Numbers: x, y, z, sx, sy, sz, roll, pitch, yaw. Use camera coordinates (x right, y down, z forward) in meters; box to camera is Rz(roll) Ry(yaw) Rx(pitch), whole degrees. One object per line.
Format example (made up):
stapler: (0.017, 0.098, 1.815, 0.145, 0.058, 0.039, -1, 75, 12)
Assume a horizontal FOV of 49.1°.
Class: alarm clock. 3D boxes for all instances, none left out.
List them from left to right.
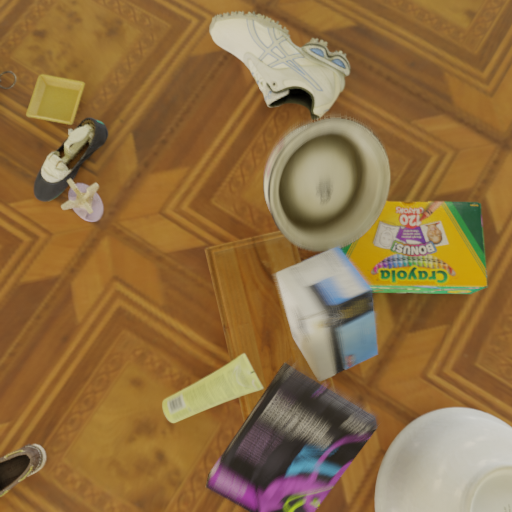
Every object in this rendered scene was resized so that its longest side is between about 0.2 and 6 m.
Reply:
alarm clock: (-5.868, -3.526, 11.484, 1.921, 0.639, 1.296, -5, 76, 1)

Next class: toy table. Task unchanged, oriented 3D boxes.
toy table: (-3.398, -1.106, 10.963, 0.875, 0.512, 0.804, 42, 80, 8)

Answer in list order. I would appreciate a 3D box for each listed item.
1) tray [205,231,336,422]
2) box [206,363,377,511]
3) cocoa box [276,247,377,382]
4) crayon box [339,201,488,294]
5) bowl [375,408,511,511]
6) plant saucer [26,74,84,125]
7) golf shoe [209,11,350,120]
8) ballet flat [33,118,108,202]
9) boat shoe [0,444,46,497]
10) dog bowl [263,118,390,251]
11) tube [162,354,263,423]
tray: (0.260, 1.342, 10.315, 1.695, 0.636, 3.437, -13, 76, -3)
box: (0.514, 2.992, 8.558, 1.656, 0.418, 2.316, 31, 102, -4)
cocoa box: (1.177, 0.953, 9.069, 1.133, 1.727, 1.152, -24, 44, -7)
crayon box: (2.808, -0.146, 10.568, 2.741, 0.798, 1.628, 0, 76, 0)
bowl: (3.717, 4.126, 8.943, 3.329, 1.496, 3.329, 2, 74, -8)
plant saucer: (-4.119, -3.192, 11.608, 0.991, 0.240, 0.991, 11, 76, 3)
golf shoe: (0.294, -3.835, 11.336, 3.050, 1.194, 1.483, 24, 83, 7)
ballet flat: (-3.752, -1.968, 11.083, 0.734, 0.734, 2.009, 38, 80, 8)
boat shoe: (-4.585, 3.920, 9.721, 1.835, 0.546, 0.659, -30, 78, -7)
dog bowl: (1.084, -1.220, 9.318, 2.165, 0.798, 2.165, -7, 111, -18)
tube: (-0.786, 2.377, 9.788, 1.792, 0.520, 0.465, -29, 43, 15)
